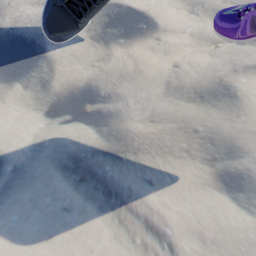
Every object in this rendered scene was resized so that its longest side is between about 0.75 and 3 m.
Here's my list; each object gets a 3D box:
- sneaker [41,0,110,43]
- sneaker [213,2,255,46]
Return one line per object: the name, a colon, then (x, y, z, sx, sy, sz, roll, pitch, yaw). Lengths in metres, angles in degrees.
sneaker: (-0.761, -2.809, 5.593, 2.980, 1.133, 2.153, -45, 26, 13)
sneaker: (2.183, -1.838, 4.474, 1.952, 0.814, 0.787, 23, 87, 50)
